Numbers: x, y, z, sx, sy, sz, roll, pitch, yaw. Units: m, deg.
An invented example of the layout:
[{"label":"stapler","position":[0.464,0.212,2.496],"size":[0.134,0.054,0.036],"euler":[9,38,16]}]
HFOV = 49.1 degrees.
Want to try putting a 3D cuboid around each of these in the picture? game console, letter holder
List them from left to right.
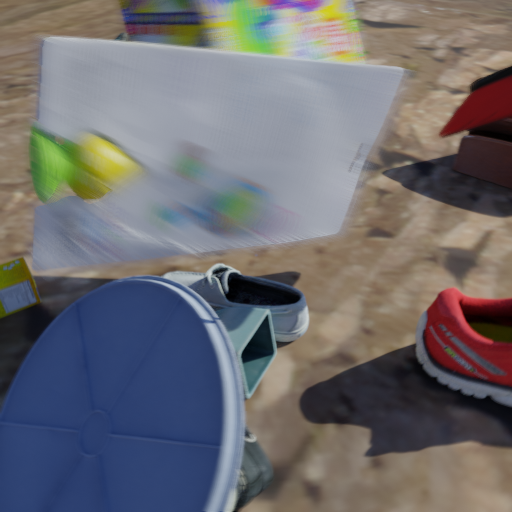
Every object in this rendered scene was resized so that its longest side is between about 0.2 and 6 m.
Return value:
[{"label":"letter holder","position":[4.469,-1.892,9.442],"size":[1.808,1.285,0.909],"euler":[25,46,26]},{"label":"game console","position":[3.210,-1.812,6.652],"size":[1.310,0.902,1.520],"euler":[10,-2,-19]}]

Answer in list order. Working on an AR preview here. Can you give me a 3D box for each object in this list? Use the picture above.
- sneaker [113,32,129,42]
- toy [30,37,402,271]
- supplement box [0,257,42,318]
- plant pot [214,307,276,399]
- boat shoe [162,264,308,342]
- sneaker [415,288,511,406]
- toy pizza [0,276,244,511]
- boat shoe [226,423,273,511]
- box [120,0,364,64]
[{"label":"sneaker","position":[-3.418,-4.721,13.176],"size":[0.792,0.754,1.999],"euler":[-2,40,0]},{"label":"toy","position":[-0.254,-0.707,3.657],"size":[2.390,1.376,0.564],"euler":[-11,43,-36]},{"label":"supplement box","position":[-3.355,0.466,7.295],"size":[0.894,0.487,0.490],"euler":[-22,45,-24]},{"label":"plant pot","position":[-0.305,1.038,6.469],"size":[0.771,0.755,0.757],"euler":[12,41,26]},{"label":"boat shoe","position":[-0.336,0.451,7.110],"size":[2.101,0.748,0.733],"euler":[13,42,15]},{"label":"sneaker","position":[3.295,1.050,5.985],"size":[3.048,1.294,1.174],"euler":[9,41,11]},{"label":"toy pizza","position":[-1.281,1.604,4.974],"size":[2.961,0.469,2.961],"euler":[-15,60,28]},{"label":"boat shoe","position":[-0.904,1.416,5.837],"size":[0.992,1.118,2.992],"euler":[1,24,-44]},{"label":"box","position":[-0.062,-2.330,6.217],"size":[2.238,2.155,1.365],"euler":[-19,8,-42]}]
